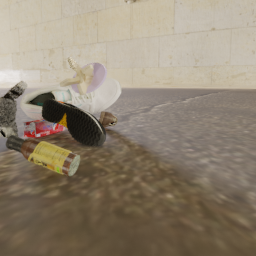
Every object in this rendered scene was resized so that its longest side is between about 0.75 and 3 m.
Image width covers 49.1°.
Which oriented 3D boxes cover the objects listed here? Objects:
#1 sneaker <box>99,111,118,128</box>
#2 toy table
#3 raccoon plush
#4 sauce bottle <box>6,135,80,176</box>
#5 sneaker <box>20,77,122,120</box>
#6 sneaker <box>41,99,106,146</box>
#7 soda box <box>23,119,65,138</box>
[{"bbox_3d":[-0.508,-0.162,7.547,0.454,0.424,1.203,17,-3,1],"label":"sneaker"},{"bbox_3d":[-0.923,-1.042,5.711,0.882,0.811,0.517,-37,-13,22],"label":"toy table"},{"bbox_3d":[-2.406,-0.289,5.977,1.249,0.837,0.604,-35,33,10],"label":"raccoon plush"},{"bbox_3d":[-1.241,0.368,4.051,1.090,0.353,0.353,18,14,14],"label":"sauce bottle"},{"bbox_3d":[-1.490,-0.781,7.554,2.789,0.981,1.118,-14,0,-8],"label":"sneaker"},{"bbox_3d":[-1.054,-0.163,6.204,1.809,0.633,0.814,27,12,28],"label":"sneaker"},{"bbox_3d":[-2.073,-0.034,7.019,0.396,0.359,1.132,2,9,24],"label":"soda box"}]
